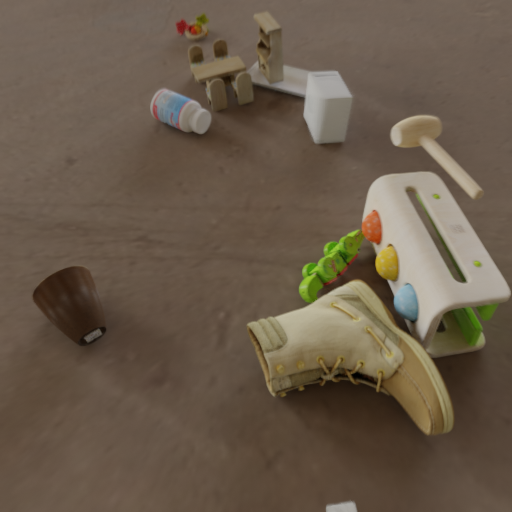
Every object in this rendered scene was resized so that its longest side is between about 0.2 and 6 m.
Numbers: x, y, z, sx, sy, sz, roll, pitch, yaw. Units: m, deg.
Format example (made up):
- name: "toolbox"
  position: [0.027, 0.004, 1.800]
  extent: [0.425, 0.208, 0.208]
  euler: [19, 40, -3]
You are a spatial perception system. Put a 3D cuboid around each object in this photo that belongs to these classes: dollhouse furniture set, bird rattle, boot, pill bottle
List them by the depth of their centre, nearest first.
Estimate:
- name: "boot"
  position: [1.221, 1.626, 7.892]
  extent: [2.109, 0.987, 2.713]
  euler: [-18, 48, -16]
- name: "pill bottle"
  position: [-1.696, -3.239, 12.702]
  extent: [1.310, 0.712, 0.712]
  euler: [28, 53, 24]
- name: "dollhouse furniture set"
  position: [-0.500, -4.816, 13.601]
  extent: [2.133, 1.417, 1.869]
  euler: [-18, 49, -10]
- name: "bird rattle"
  position: [-1.777, -6.483, 15.971]
  extent: [0.963, 0.543, 0.785]
  euler: [-18, 65, -12]

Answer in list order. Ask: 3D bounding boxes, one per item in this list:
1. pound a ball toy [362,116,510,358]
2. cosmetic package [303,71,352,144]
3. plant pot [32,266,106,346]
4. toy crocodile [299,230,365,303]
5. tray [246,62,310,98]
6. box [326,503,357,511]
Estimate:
- name: "pound a ball toy"
  position: [2.614, -0.406, 8.978]
  extent: [1.445, 2.219, 3.402]
  euler: [-7, 48, -7]
- name: "cosmetic package"
  position: [1.566, -3.292, 12.437]
  extent: [0.702, 1.138, 1.141]
  euler: [-5, 48, -8]
- name: "plant pot"
  position: [-2.805, 0.855, 8.771]
  extent: [0.971, 0.971, 1.039]
  euler: [-29, 68, -25]
- name: "toy crocodile"
  position: [1.344, 0.130, 9.620]
  extent: [1.765, 0.596, 0.545]
  euler: [-42, 99, -35]
- name: "tray"
  position: [0.742, -4.419, 14.162]
  extent: [2.023, 0.224, 1.086]
  euler: [20, 49, 18]
- name: "box"
  position: [1.053, 3.277, 6.602]
  extent: [0.349, 0.531, 0.533]
  euler: [-10, 48, 8]
